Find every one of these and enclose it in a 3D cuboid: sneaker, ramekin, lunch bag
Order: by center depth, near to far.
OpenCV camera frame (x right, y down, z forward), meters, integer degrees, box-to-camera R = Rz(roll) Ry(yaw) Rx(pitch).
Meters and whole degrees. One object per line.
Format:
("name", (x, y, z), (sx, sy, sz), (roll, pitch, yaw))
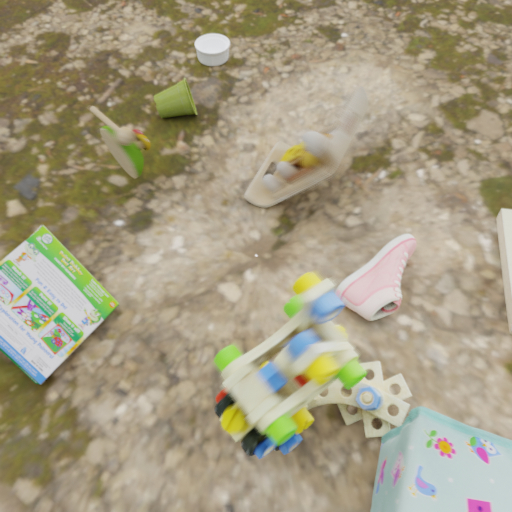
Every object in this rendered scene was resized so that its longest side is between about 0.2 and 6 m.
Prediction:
("lunch bag", (3.205, 3.947, 7.485), (3.217, 1.962, 2.741), (20, 55, 4))
("sneaker", (2.606, 0.485, 10.848), (2.044, 0.769, 1.069), (-36, 58, -18))
("ramekin", (-1.226, -5.798, 15.828), (0.981, 0.478, 0.981), (0, 52, 0))

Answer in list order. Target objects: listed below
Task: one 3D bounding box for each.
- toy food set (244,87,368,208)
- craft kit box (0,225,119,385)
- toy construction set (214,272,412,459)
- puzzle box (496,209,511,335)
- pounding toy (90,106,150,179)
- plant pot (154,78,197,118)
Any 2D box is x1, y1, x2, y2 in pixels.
("toy food set", (1.006, -2.315, 11.971), (0.848, 2.807, 2.014), (42, 55, -20))
("craft kit box", (-3.878, 0.856, 10.024), (2.044, 0.496, 2.019), (50, 61, -15))
("toy construction set", (0.806, 1.879, 8.294), (2.531, 3.861, 1.778), (-44, 51, 4))
("puzzle box", (5.954, 0.363, 11.178), (1.981, 0.378, 2.977), (9, 53, 6))
("pounding toy", (-2.729, -2.514, 12.101), (0.771, 1.663, 1.283), (-38, 68, -15))
("plant pot", (-2.079, -3.905, 14.207), (0.905, 0.953, 0.953), (-17, 54, 2))
